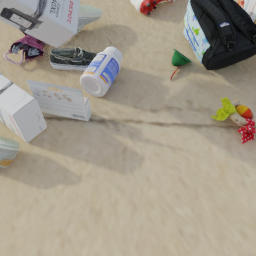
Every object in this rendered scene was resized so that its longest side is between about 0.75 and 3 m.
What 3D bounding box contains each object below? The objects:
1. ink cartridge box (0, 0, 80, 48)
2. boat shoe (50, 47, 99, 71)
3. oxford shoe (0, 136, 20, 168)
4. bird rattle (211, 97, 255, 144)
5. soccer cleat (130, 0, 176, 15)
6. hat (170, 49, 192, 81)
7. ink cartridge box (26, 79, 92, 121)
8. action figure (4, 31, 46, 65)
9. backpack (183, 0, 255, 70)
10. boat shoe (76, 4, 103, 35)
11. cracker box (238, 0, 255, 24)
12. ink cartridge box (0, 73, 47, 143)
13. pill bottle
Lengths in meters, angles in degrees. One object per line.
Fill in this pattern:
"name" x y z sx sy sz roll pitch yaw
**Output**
"ink cartridge box" -2.573 -3.592 7.257 1.101 2.642 1.918 -15 66 44
"boat shoe" -1.724 -2.393 9.546 1.926 0.683 0.694 -5 54 -4
"oxford shoe" -4.188 0.429 7.389 2.762 1.039 0.798 14 91 12
"bird rattle" 3.293 -0.348 8.033 1.531 0.863 1.248 36 45 20
"soccer cleat" 1.250 -5.703 11.894 2.590 0.889 1.103 -38 66 -19
"hat" 1.630 -2.186 9.753 0.807 0.858 0.974 43 22 18
"ink cartridge box" -1.917 -0.860 7.971 1.614 1.401 0.351 11 54 8
"action figure" -3.472 -3.057 10.116 1.345 1.210 1.806 -38 35 25
"backpack" 3.035 -3.438 9.676 2.292 2.160 2.809 -20 77 -8
"boat shoe" -2.237 -4.037 10.593 2.722 0.969 0.950 -18 48 -28
"cracker box" 4.896 -3.843 9.794 0.858 1.991 2.973 -11 54 -8
"ink cartridge box" -3.278 -0.618 7.829 1.821 1.333 0.782 34 61 23
"pill bottle" -0.790 -1.859 9.020 0.912 0.912 1.627 18 55 13
